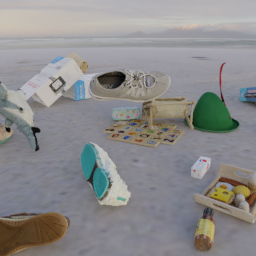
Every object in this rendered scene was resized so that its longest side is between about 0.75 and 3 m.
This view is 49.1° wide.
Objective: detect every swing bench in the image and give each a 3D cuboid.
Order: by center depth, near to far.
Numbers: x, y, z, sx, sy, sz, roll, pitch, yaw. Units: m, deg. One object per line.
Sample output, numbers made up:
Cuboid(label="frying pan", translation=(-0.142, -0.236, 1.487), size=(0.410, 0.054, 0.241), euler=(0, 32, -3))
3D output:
Cuboid(label="swing bench", translation=(1.438, -0.641, 10.367), size=(1.605, 1.047, 1.614), euler=(-3, 19, -8))

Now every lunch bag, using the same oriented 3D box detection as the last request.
Cuboid(label="lunch bag", translation=(-0.071, -0.583, 11.053), size=(1.135, 0.437, 0.910), euler=(-3, 9, -4))

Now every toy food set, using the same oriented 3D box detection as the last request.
Cuboid(label="toy food set", translation=(2.275, 1.280, 6.001), size=(1.175, 0.495, 1.637), euler=(14, 25, 34))

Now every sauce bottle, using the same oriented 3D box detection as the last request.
Cuboid(label="sauce bottle", translation=(1.389, 1.767, 4.985), size=(0.312, 0.312, 0.946), euler=(8, 19, 20))

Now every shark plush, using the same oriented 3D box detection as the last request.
Cuboid(label="shark plush", translation=(-3.382, -0.297, 8.574), size=(2.507, 1.044, 1.139), euler=(48, 7, 4))

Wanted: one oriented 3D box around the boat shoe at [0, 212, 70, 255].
Cuboid(label="boat shoe", translation=(-1.865, 1.754, 4.768), size=(1.775, 0.640, 0.639), euler=(-12, -10, -1))

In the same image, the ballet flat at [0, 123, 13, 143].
Cuboid(label="ballet flat", translation=(-4.498, 0.192, 8.223), size=(1.021, 1.008, 2.998), euler=(7, 21, 14))

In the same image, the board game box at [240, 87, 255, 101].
Cuboid(label="board game box", translation=(7.019, -1.588, 12.907), size=(2.832, 0.665, 2.138), euler=(-2, 6, -6))

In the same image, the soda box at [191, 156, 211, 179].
Cuboid(label="soda box", translation=(1.858, 0.998, 7.127), size=(0.273, 0.255, 0.803), euler=(12, 23, 29))

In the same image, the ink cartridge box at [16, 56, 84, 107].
Cuboid(label="ink cartridge box", translation=(-3.769, -2.068, 13.317), size=(2.949, 0.984, 1.708), euler=(-46, 39, -17))

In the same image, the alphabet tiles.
Cuboid(label="alphabet tiles", translation=(0.536, 0.121, 9.770), size=(2.579, 0.082, 2.146), euler=(10, 23, 25))

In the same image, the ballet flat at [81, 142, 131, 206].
Cuboid(label="ballet flat", translation=(-0.550, 1.086, 6.487), size=(0.821, 0.821, 2.287), euler=(-7, 24, -17))

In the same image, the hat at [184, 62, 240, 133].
Cuboid(label="hat", translation=(3.150, -1.215, 10.445), size=(1.989, 2.114, 2.401), euler=(-3, 20, -8))

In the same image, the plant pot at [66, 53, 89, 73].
Cuboid(label="plant pot", translation=(-3.896, -4.913, 21.791), size=(1.386, 1.514, 1.514), euler=(27, 32, 31))

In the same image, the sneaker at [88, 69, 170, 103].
Cuboid(label="sneaker", translation=(0.101, -1.502, 9.740), size=(2.949, 1.102, 1.209), euler=(-9, -11, -8))

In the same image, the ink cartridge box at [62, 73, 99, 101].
Cuboid(label="ink cartridge box", translation=(-1.961, -2.275, 14.969), size=(2.834, 0.961, 1.631), euler=(-16, 26, -35))
